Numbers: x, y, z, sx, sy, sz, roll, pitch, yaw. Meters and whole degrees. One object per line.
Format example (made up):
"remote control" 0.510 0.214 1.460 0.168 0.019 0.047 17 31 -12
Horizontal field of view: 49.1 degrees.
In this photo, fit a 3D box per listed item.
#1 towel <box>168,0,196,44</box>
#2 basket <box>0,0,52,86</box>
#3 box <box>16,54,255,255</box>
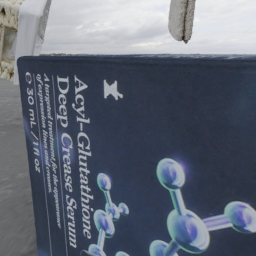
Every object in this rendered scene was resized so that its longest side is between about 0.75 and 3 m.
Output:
"towel" 1.024 -2.619 5.080 0.339 1.966 1.303 0 29 -2
"basket" -3.187 -2.807 7.402 1.850 2.032 2.998 13 36 -17
"box" 0.582 0.484 2.463 2.969 2.204 1.590 12 20 38
